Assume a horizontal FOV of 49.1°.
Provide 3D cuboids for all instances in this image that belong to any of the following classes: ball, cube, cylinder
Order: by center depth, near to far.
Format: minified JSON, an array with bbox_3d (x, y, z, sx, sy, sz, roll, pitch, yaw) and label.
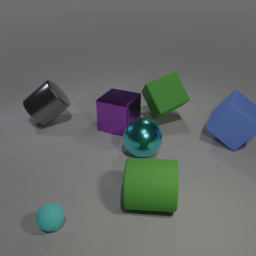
[{"bbox_3d":[-1.989,2.264,7.141,0.700,0.700,0.700,0,30,0],"label":"ball"},{"bbox_3d":[0.636,1.546,7.697,1.400,1.400,1.400,2,30,6],"label":"cylinder"},{"bbox_3d":[0.519,0.331,9.869,1.400,1.400,1.400,0,30,0],"label":"ball"},{"bbox_3d":[3.980,-0.300,10.427,1.400,1.400,1.400,39,39,2],"label":"cube"},{"bbox_3d":[-0.361,-0.674,11.625,1.400,1.400,1.400,13,32,21],"label":"cube"},{"bbox_3d":[-3.410,-1.060,11.799,1.400,1.400,1.400,-38,32,7],"label":"cylinder"},{"bbox_3d":[1.566,-1.390,12.036,1.400,1.400,1.400,-25,-4,-7],"label":"cube"}]
